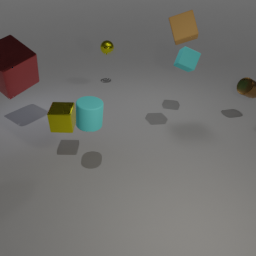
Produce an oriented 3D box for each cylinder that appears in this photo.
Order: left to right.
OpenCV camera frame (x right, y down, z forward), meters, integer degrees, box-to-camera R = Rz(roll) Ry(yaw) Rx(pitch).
[{"bbox_3d":[-1.006,-0.370,7.315,0.700,0.700,0.700,5,35,-3],"label":"cylinder"},{"bbox_3d":[4.829,-1.592,11.169,0.700,0.700,0.700,12,19,-37],"label":"cylinder"}]

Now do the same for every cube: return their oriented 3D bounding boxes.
[{"bbox_3d":[-4.236,-2.192,10.071,1.400,1.400,1.400,37,56,14],"label":"cube"},{"bbox_3d":[-2.019,-0.331,8.651,0.700,0.700,0.700,1,37,1],"label":"cube"},{"bbox_3d":[1.639,-2.937,8.248,0.700,0.700,0.700,-14,3,13],"label":"cube"},{"bbox_3d":[2.311,-2.682,10.996,0.700,0.700,0.700,22,2,-8],"label":"cube"}]

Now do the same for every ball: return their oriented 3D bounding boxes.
[{"bbox_3d":[-1.062,-4.093,14.234,0.700,0.700,0.700,0,30,0],"label":"ball"}]
